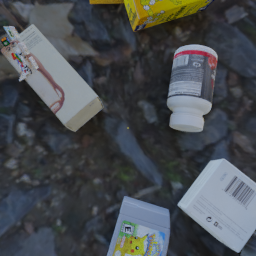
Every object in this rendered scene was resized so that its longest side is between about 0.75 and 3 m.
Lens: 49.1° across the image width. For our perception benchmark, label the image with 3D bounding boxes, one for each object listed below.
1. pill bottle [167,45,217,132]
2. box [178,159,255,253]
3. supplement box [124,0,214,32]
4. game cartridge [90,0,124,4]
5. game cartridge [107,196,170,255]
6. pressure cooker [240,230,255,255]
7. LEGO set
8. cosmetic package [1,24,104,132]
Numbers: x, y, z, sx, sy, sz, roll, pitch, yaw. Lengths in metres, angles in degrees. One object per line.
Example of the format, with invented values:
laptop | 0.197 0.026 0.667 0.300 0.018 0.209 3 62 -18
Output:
pill bottle | 1.765 -1.060 7.860 1.227 1.227 2.217 10 80 2
box | 2.521 1.965 7.391 1.671 1.098 1.679 39 82 6
supplement box | 1.193 -3.966 8.151 2.488 1.354 1.363 -18 96 -3
game cartridge | -0.580 -4.423 8.608 1.262 0.205 1.112 -6 118 -11
game cartridge | 0.289 3.156 7.540 1.515 0.460 2.272 17 81 -1
pressure cooker | 4.042 3.445 6.419 2.230 2.497 2.196 43 83 8
LEGO set | -2.334 -1.589 5.869 0.340 1.386 1.035 -28 112 0
cosmetic package | -2.041 -1.322 7.836 1.180 1.398 2.705 -42 81 -5
